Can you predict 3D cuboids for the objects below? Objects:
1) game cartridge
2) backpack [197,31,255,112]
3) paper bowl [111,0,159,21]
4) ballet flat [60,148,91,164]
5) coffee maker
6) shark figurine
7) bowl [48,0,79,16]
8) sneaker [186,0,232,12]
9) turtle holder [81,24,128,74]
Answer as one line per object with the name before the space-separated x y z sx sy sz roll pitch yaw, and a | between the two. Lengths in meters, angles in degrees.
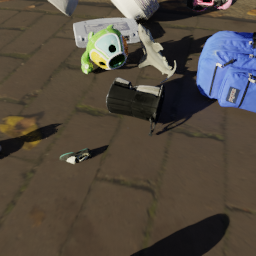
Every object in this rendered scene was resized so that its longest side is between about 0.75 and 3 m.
game cartridge | -0.941 -4.274 12.385 2.827 0.578 1.882 -8 47 -9
backpack | 3.410 -1.724 8.450 2.617 2.127 2.196 16 48 16
paper bowl | 0.076 -6.147 13.121 1.387 2.667 2.667 -44 47 10
ballet flat | -1.323 0.739 7.157 0.811 0.276 0.277 -17 54 -17
coffee maker | 0.170 -0.708 8.147 1.547 1.042 1.485 12 45 14
shark figurine | 0.936 -2.424 10.330 1.056 1.512 2.530 -30 64 4
bowl | -1.382 -2.665 4.772 0.506 1.355 1.356 -43 38 17
sneaker | 1.719 -2.938 6.387 0.602 0.499 1.262 -14 21 -30
turtle holder | -0.836 -2.775 10.141 1.810 1.375 1.285 -17 58 -27
